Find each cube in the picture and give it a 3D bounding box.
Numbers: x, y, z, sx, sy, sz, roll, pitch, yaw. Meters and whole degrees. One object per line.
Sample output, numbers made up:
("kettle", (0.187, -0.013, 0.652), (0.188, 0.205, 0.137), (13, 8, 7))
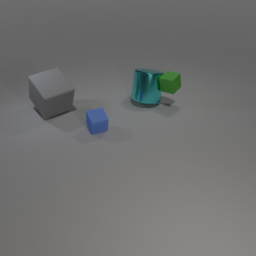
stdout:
("cube", (1.885, -2.031, 12.481), (0.700, 0.700, 0.700), (20, 49, 35))
("cube", (-1.224, -0.271, 11.084), (0.700, 0.700, 0.700), (-14, 53, -20))
("cube", (-3.296, -1.484, 12.053), (1.400, 1.400, 1.400), (-26, 67, -31))

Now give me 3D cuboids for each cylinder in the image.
("cylinder", (0.914, -1.971, 13.082), (1.400, 1.400, 1.400), (6, 19, -2))
